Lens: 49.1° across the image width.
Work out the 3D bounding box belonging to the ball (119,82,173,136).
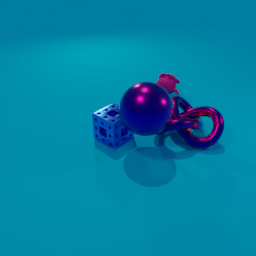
[{"bbox_3d":[0.441,-0.465,6.890,1.331,1.331,1.331,0,35,0],"label":"ball"}]

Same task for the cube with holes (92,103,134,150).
[{"bbox_3d":[-0.398,-0.060,7.787,0.818,0.818,0.818,28,43,34],"label":"cube with holes"}]

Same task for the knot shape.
[{"bbox_3d":[1.679,-0.266,8.006,1.882,0.870,1.761,3,35,4],"label":"knot shape"}]

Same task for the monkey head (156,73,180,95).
[{"bbox_3d":[1.435,-1.498,9.934,0.904,0.757,1.257,10,5,-44],"label":"monkey head"}]
